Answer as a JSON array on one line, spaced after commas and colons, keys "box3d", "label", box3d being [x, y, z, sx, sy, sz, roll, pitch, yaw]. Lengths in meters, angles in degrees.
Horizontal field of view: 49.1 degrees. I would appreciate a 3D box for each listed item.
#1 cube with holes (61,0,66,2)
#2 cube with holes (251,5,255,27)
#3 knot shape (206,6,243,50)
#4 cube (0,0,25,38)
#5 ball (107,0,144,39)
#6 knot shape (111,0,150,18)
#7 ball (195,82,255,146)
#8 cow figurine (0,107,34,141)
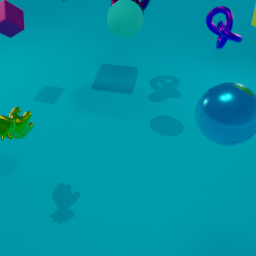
[{"box3d": [-1.968, -5.205, 8.933, 1.336, 1.336, 1.336, -11, 76, 21], "label": "cube with holes"}, {"box3d": [2.781, -2.042, 4.249, 1.127, 1.127, 1.127, -1, 31, -2], "label": "cube with holes"}, {"box3d": [2.547, -2.725, 7.574, 0.543, 1.099, 1.175, -28, 14, 1], "label": "knot shape"}, {"box3d": [-3.722, -3.354, 8.660, 0.704, 0.704, 0.704, -17, 74, 28], "label": "cube"}, {"box3d": [-0.070, -2.771, 7.172, 0.936, 0.936, 0.936, 0, 41, 0], "label": "ball"}, {"box3d": [0.082, -3.938, 8.667, 0.842, 1.822, 1.705, 5, 62, 21], "label": "knot shape"}, {"box3d": [1.220, -0.168, 3.426, 0.773, 0.773, 0.773, 0, 41, 0], "label": "ball"}, {"box3d": [-2.292, 0.004, 5.589, 0.500, 0.912, 0.897, 21, 54, 5], "label": "cow figurine"}]
